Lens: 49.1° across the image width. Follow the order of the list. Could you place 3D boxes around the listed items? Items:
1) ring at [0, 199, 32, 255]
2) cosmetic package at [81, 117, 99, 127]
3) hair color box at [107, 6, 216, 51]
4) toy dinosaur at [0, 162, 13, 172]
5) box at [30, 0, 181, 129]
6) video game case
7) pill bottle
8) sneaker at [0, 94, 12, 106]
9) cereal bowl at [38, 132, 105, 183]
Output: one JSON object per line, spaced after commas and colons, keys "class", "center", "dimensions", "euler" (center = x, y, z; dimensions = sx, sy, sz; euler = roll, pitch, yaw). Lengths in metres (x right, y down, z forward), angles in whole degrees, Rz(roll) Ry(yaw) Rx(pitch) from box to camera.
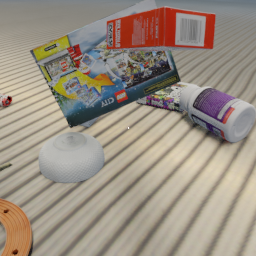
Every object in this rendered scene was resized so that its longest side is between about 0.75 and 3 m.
{"class": "ring", "center": [-3.126, 2.310, 5.135], "dimensions": [2.657, 0.255, 2.657], "euler": [0, 30, 0]}
{"class": "cosmetic package", "center": [-1.338, -0.673, 9.725], "dimensions": [0.767, 0.539, 1.513], "euler": [12, 33, 18]}
{"class": "hair color box", "center": [0.354, -1.250, 3.704], "dimensions": [0.775, 0.447, 1.397], "euler": [-7, 15, -30]}
{"class": "toy dinosaur", "center": [-3.561, 1.407, 5.606], "dimensions": [1.082, 0.583, 2.455], "euler": [40, 53, -15]}
{"class": "box", "center": [-0.461, -1.487, 6.643], "dimensions": [2.958, 2.020, 0.557], "euler": [-23, 23, 1]}
{"class": "video game case", "center": [1.564, -1.355, 11.017], "dimensions": [1.867, 0.369, 2.060], "euler": [15, 34, 23]}
{"class": "pill bottle", "center": [2.720, -0.573, 8.888], "dimensions": [1.246, 1.246, 2.236], "euler": [-19, 37, -29]}
{"class": "sneaker", "center": [-4.841, -0.934, 10.285], "dimensions": [0.652, 0.406, 1.217], "euler": [10, 30, 21]}
{"class": "cereal bowl", "center": [-1.509, 0.623, 7.439], "dimensions": [1.749, 0.728, 1.749], "euler": [0, 32, 0]}
